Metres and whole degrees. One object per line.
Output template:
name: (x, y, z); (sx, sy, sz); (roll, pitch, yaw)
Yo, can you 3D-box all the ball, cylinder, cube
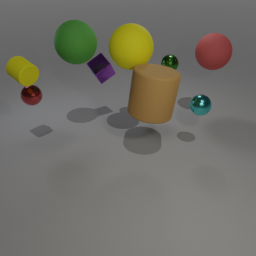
ball: (3.348, -2.984, 10.970); (1.400, 1.400, 1.400); (0, 28, 0)
cylinder: (-3.191, -1.722, 8.487); (0.700, 0.700, 0.700); (35, 42, 26)
cube: (-1.013, -2.252, 10.624); (0.700, 0.700, 0.700); (-37, 65, -1)
ball: (0.094, -2.532, 8.772); (1.400, 1.400, 1.400); (0, 28, 0)
ball: (-3.256, -1.107, 9.454); (0.700, 0.700, 0.700); (0, 28, 0)
ball: (1.640, -2.531, 11.017); (0.700, 0.700, 0.700); (0, 28, 0)
ball: (2.378, -0.750, 9.175); (0.700, 0.700, 0.700); (0, 28, 0)
ball: (-1.716, -2.805, 9.196); (1.400, 1.400, 1.400); (0, 28, 0)
cylinder: (0.756, -1.049, 8.396); (1.400, 1.400, 1.400); (7, 29, -4)
